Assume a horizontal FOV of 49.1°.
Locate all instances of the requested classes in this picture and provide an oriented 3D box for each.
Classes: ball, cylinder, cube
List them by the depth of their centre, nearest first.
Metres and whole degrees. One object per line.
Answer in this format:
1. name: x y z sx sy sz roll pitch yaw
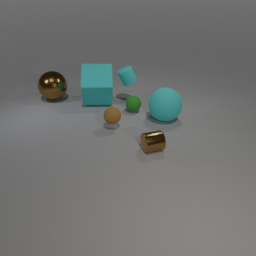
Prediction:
1. cylinder: 0.870 0.473 9.793 0.700 0.700 0.700 -9 30 -16
2. ball: -0.618 -0.494 11.048 0.700 0.700 0.700 0 29 0
3. ball: 1.555 -0.978 11.693 1.400 1.400 1.400 0 29 0
4. ball: 0.244 -1.102 12.549 0.700 0.700 0.700 0 29 0
5. cube: -1.439 -2.008 13.070 1.400 1.400 1.400 -1 60 -5
6. cylinder: -0.036 -2.442 13.116 0.700 0.700 0.700 -22 26 11
7. ball: -3.661 -2.062 13.627 1.400 1.400 1.400 0 29 0
